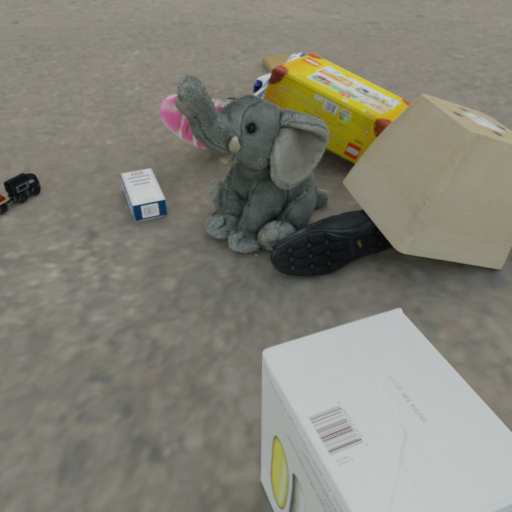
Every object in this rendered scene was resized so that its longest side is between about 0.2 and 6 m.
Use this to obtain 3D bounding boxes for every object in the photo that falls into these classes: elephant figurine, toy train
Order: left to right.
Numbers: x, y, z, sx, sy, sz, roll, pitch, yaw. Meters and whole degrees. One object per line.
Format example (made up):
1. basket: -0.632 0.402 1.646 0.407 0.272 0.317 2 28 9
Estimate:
1. toy train: -5.074 -0.952 10.528 0.409 0.549 2.396 21 42 25
2. elephant figurine: 0.114 -1.750 9.410 2.230 3.151 2.445 6 37 9

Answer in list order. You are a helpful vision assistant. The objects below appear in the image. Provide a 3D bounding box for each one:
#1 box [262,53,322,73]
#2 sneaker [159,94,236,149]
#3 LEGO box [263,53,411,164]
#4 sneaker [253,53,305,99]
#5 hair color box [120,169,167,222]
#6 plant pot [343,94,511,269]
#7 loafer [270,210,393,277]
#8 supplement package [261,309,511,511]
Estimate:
1. box: 1.345 -5.570 16.772 1.830 0.238 2.239 -9 38 -11
2. sneaker: -0.809 -3.011 12.535 2.924 1.079 1.279 4 24 -26
3. LEGO box: 1.799 -3.232 12.287 2.808 1.083 2.091 32 37 13
4. sneaker: 0.564 -4.609 14.791 1.223 1.045 2.775 7 42 14
5. hair color box: -2.213 -1.211 10.990 0.651 0.394 1.302 -13 39 -16
6. plant pot: 3.178 -1.349 9.313 2.261 2.001 2.258 7 33 -24
7. loafer: 1.353 -0.264 9.508 2.481 0.843 0.871 -16 22 -15
8. supplement package: 1.116 2.102 5.250 1.590 2.161 2.067 -14 39 -17
